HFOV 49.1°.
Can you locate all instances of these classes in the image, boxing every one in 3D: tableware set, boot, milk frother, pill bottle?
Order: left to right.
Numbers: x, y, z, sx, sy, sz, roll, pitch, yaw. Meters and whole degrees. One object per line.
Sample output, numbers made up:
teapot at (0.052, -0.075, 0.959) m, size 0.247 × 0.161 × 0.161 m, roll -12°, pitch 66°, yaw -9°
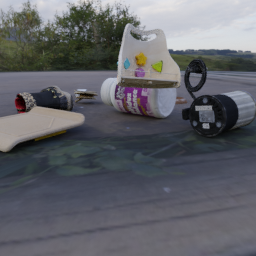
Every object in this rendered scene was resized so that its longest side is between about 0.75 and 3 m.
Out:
boot at (-3.769, -1.188, 11.937) m, size 2.013 × 0.978 × 2.673 m, roll -10°, pitch 24°, yaw -38°
tableware set at (-1.361, -1.447, 13.858) m, size 2.573 × 0.516 × 1.701 m, roll 4°, pitch 2°, yaw -6°
pill bottle at (0.330, -1.323, 11.088) m, size 2.819 × 1.583 × 1.583 m, roll 10°, pitch 17°, yaw 36°
milk frother at (2.752, -0.991, 8.581) m, size 1.956 × 2.079 × 1.877 m, roll -13°, pitch 28°, yaw -41°

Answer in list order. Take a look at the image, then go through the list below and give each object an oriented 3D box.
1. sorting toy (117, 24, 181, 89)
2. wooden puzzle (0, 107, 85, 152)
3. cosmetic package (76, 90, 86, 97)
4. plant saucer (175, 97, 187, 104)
sorting toy at (0.521, -2.274, 8.930) m, size 2.154 × 1.939 × 1.151 m, roll 0°, pitch 3°, yaw -24°
wooden puzzle at (-3.067, -0.002, 8.301) m, size 2.548 × 0.513 × 2.755 m, roll 10°, pitch 22°, yaw 33°
cosmetic package at (-2.709, -2.004, 16.228) m, size 0.527 × 0.384 × 1.036 m, roll -1°, pitch 15°, yaw -4°
plant saucer at (2.385, -1.432, 14.288) m, size 1.282 × 0.234 × 1.282 m, roll 0°, pitch 13°, yaw 0°
